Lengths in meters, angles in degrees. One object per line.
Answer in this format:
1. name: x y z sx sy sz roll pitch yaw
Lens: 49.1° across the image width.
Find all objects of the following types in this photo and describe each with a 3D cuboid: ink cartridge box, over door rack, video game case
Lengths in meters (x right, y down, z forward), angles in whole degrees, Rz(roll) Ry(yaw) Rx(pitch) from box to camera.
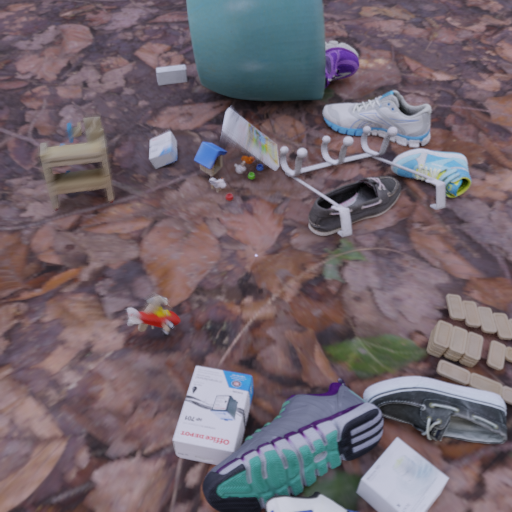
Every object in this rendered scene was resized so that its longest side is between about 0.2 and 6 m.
1. ink cartridge box: -2.038 -2.325 12.288 0.534 0.308 0.736 -20 45 12
2. ink cartridge box: -0.586 2.263 7.968 0.881 0.517 1.204 8 46 8
3. over door rack: 2.009 -1.736 11.067 2.219 1.000 3.003 -16 37 -14
4. video game case: -0.104 -2.450 11.683 1.350 0.170 1.484 35 22 -17

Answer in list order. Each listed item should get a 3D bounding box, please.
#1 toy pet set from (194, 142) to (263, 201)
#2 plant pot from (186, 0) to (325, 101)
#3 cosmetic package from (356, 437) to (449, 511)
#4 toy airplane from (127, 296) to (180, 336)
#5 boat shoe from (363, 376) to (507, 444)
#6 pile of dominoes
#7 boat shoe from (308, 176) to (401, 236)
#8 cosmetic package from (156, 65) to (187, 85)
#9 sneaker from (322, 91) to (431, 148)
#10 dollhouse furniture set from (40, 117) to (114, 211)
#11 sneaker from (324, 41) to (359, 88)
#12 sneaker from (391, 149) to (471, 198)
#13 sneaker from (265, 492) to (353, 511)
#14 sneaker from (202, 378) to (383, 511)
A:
1. toy pet set: -0.607 -1.936 11.591 1.115 0.634 1.194 32 61 17
2. plant pot: -0.065 -5.336 13.161 2.872 3.579 3.579 -7 47 2
3. cosmetic package: 1.895 2.992 7.296 0.816 0.501 0.813 34 55 30
4. toy airplane: -1.644 0.897 8.712 0.739 0.736 0.521 -16 48 16
5. boat shoe: 2.547 2.210 7.854 2.038 0.735 0.723 5 43 2
6. pile of dominoes: 3.814 1.613 8.854 2.104 0.335 1.640 22 50 9
7. boat shoe: 2.024 -1.131 11.031 2.331 0.664 0.779 -28 53 -23
8. cosmetic package: -2.202 -4.710 14.579 0.762 0.388 0.282 -8 47 -9
9. sneaker: 2.778 -3.318 12.803 2.544 1.103 0.954 12 49 13
10. dollhouse furniture set: -3.644 -1.913 11.422 1.202 1.195 1.706 -9 36 -14
11. sneaker: 1.511 -4.416 13.700 2.792 1.126 1.165 -20 65 -33
12. sneaker: 3.667 -1.668 11.560 1.625 0.646 1.061 -1 46 0
13. sneaker: 0.382 3.584 6.624 1.164 0.815 2.016 28 46 29
14. sneaker: 0.397 2.531 7.647 2.602 0.968 1.139 -16 28 -20
